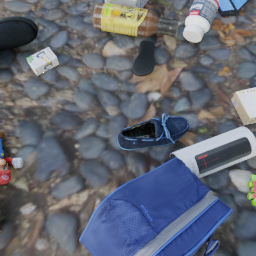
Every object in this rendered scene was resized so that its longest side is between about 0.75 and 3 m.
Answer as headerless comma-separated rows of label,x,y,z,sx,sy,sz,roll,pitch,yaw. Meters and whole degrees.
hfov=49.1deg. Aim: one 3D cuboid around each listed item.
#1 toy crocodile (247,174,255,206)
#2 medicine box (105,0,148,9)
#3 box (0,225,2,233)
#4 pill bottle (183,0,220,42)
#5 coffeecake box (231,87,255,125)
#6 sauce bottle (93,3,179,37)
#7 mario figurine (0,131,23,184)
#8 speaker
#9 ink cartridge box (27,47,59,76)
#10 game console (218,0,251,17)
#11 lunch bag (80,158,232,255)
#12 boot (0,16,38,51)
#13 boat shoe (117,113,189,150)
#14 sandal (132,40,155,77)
toy crocodile,3.384,1.655,7.471,0.296,0.271,0.878,12,62,6
medicine box,0.055,-5.355,10.928,1.428,0.807,1.568,24,64,13
box,-4.402,1.605,7.077,1.418,1.061,2.833,-26,63,-13
pill bottle,2.561,-3.895,9.953,0.917,0.917,1.534,22,80,11
coffeecake box,4.033,-0.735,8.638,1.281,0.468,0.983,-13,63,-7
sauce bottle,0.291,-3.798,10.019,2.996,0.969,0.969,9,62,3
mario figurine,-3.529,0.748,7.624,1.024,0.879,1.659,-24,63,-11
speaker,2.299,0.732,7.618,2.236,0.908,0.908,-19,63,-10
ink cartridge box,-2.884,-2.273,9.520,0.861,0.377,0.625,-32,66,-17
game console,3.967,-4.963,10.791,0.989,0.681,1.148,-10,62,-6
lunch bag,0.765,2.141,5.910,2.950,2.004,1.952,-19,57,-42
boot,-4.399,-2.424,9.185,2.754,1.052,2.314,-6,58,4
boat shoe,0.786,0.143,8.011,2.166,0.743,0.911,-21,64,-11
sandal,0.579,-2.277,9.528,0.722,0.460,1.921,14,49,2
